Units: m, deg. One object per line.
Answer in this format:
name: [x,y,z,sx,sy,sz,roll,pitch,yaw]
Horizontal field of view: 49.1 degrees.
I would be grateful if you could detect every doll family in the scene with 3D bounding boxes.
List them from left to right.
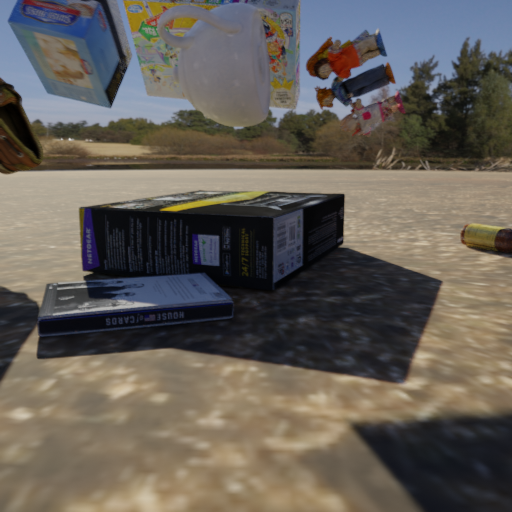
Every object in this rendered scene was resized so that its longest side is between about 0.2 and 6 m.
doll family: [1.360,-2.562,8.081,1.155,0.839,1.861,-17,-34,19]

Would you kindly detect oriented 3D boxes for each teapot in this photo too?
teapot: [-0.566,-2.707,8.068,1.338,1.832,1.809,-2,29,10]

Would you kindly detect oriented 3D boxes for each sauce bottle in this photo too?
sauce bottle: [4.295,-0.280,9.847,0.459,0.459,1.390,-8,16,-35]

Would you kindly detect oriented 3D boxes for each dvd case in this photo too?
dvd case: [-1.366,0.494,6.280,1.940,0.240,1.458,-3,11,-16]

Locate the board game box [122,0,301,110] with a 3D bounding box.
board game box: [-0.706,-3.740,10.168,2.997,2.015,0.513,7,55,10]

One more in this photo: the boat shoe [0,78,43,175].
boat shoe: [-4.715,-2.841,10.180,0.921,2.709,0.975,-7,30,27]

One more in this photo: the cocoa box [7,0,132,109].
cocoa box: [-2.618,-3.140,8.153,1.115,1.097,1.672,14,-18,3]

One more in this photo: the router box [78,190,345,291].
router box: [-0.446,-0.446,9.118,2.997,0.996,3.812,5,12,22]
